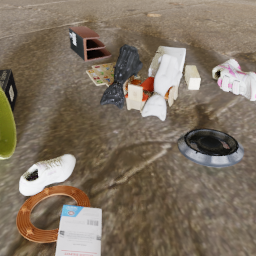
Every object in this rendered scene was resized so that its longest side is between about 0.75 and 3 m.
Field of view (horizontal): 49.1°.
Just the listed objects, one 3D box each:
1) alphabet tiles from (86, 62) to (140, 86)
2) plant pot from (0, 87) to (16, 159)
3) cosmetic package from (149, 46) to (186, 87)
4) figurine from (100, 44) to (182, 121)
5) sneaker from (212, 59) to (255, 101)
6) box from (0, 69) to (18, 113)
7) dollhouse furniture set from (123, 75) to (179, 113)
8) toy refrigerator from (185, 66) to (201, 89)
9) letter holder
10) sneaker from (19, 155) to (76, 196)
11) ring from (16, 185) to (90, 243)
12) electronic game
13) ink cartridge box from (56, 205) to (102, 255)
[{"bbox_3d":[-0.831,-2.891,14.976,2.406,0.092,2.891,-14,37,-19],"label":"alphabet tiles"},{"bbox_3d":[-5.495,-0.112,8.900,2.690,2.926,2.926,-14,36,-2],"label":"plant pot"},{"bbox_3d":[2.022,-3.108,14.265,1.496,1.075,2.651,8,40,12],"label":"cosmetic package"},{"bbox_3d":[0.591,-1.821,11.870,2.956,1.273,2.884,16,66,9],"label":"figurine"},{"bbox_3d":[4.946,-2.107,13.028,1.297,1.196,2.939,-19,38,-6],"label":"sneaker"},{"bbox_3d":[-5.986,-1.336,11.656,2.224,1.271,2.442,-7,35,-10],"label":"box"},{"bbox_3d":[0.819,-1.740,12.309,2.344,1.208,2.319,16,37,22],"label":"dollhouse furniture set"},{"bbox_3d":[3.238,-2.551,14.033,0.557,0.605,1.593,2,34,3],"label":"toy refrigerator"},{"bbox_3d":[-2.300,-5.364,17.478,1.944,1.375,2.735,-15,37,-23],"label":"letter holder"},{"bbox_3d":[-2.260,1.250,8.090,1.807,0.900,0.677,-32,64,-33],"label":"sneaker"},{"bbox_3d":[-1.969,2.162,7.424,1.931,0.185,1.931,-2,32,1],"label":"ring"},{"bbox_3d":[2.783,0.629,9.512,2.180,0.454,2.180,1,28,0],"label":"electronic game"},{"bbox_3d":[-1.110,2.614,6.278,0.945,0.553,1.630,10,39,-11],"label":"ink cartridge box"}]
